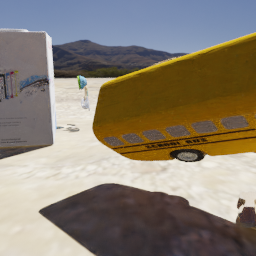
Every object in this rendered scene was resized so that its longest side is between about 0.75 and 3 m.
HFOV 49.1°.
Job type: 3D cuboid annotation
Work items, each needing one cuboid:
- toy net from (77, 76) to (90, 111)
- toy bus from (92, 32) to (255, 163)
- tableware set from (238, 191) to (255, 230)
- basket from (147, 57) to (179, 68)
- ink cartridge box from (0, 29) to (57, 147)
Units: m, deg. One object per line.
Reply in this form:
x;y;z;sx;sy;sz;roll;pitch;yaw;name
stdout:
-1.218;-0.862;7.776;0.252;0.684;1.303;-7;47;-7;toy net
1.051;-0.280;3.126;2.861;0.931;1.120;-11;-33;35;toy bus
2.666;0.552;2.685;2.980;0.346;2.489;-9;1;41;tableware set
1.787;-1.063;7.881;2.659;1.898;1.981;0;12;-3;basket
-2.478;-0.888;6.130;1.647;2.277;1.677;-2;12;-11;ink cartridge box
